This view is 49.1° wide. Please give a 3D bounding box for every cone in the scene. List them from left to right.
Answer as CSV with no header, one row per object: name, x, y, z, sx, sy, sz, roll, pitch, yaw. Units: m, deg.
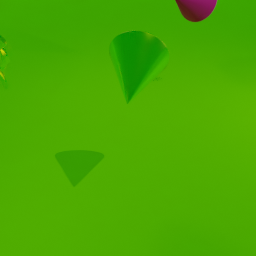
cone,0.105,-0.959,5.400,1.240,1.240,1.244,7,60,10
cone,1.939,-4.376,9.366,1.537,1.537,1.543,29,32,34

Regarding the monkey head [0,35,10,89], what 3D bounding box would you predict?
monkey head,-3.010,-1.532,5.937,1.062,1.476,0.890,-9,51,53
